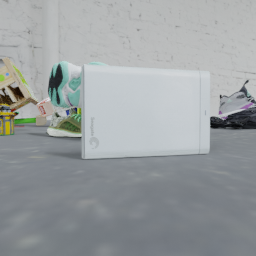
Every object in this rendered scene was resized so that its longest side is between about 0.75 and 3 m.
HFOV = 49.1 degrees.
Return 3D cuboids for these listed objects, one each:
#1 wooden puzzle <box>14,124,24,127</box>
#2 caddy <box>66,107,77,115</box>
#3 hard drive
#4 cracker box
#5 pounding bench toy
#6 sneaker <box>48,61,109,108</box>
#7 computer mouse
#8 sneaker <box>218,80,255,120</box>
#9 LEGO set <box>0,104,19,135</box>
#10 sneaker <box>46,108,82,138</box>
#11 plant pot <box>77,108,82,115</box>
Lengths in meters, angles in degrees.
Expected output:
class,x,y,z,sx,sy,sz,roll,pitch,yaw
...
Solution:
class,x,y,z,sx,sy,sz,roll,pitch,yaw
wooden puzzle,-4.365,-0.026,8.455,2.325,0.163,1.379,1,3,33
caddy,-1.824,-0.535,11.360,1.227,0.911,1.736,-17,16,3
hard drive,0.208,-0.156,2.804,1.326,0.874,0.177,-1,2,-17
cracker box,-2.335,-1.116,11.000,2.062,0.595,1.381,-17,16,8
pounding bench toy,-5.137,-0.916,11.824,2.333,2.991,1.858,-31,2,-8
sneaker,-0.472,-0.733,5.573,1.671,0.929,2.389,4,9,-39
computer mouse,3.944,-0.229,9.371,2.387,0.629,1.653,-14,10,-23
sneaker,4.961,-0.997,11.188,2.680,1.875,1.042,1,3,24
LEGO set,-3.673,-0.565,5.809,2.498,1.447,1.921,-2,3,-41
sneaker,-1.011,-0.109,5.420,1.288,0.571,0.495,1,2,16
plant pot,-1.022,-0.648,9.459,0.976,1.076,1.071,18,-32,-38
